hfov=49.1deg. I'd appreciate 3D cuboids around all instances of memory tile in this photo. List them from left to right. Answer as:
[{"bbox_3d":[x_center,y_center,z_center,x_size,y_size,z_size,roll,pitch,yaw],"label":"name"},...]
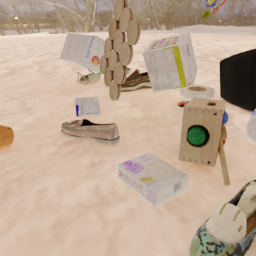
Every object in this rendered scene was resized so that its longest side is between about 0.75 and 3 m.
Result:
[{"bbox_3d":[-0.329,-2.532,9.162,0.239,2.852,2.186,-2,47,-24],"label":"memory tile"}]

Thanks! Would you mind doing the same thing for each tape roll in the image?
[{"bbox_3d":[3.616,-1.894,14.701,1.813,0.331,1.813,0,23,0],"label":"tape roll"}]

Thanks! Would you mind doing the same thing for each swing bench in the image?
[{"bbox_3d":[-2.381,-3.074,16.992,1.079,0.700,1.073,21,30,30],"label":"swing bench"}]

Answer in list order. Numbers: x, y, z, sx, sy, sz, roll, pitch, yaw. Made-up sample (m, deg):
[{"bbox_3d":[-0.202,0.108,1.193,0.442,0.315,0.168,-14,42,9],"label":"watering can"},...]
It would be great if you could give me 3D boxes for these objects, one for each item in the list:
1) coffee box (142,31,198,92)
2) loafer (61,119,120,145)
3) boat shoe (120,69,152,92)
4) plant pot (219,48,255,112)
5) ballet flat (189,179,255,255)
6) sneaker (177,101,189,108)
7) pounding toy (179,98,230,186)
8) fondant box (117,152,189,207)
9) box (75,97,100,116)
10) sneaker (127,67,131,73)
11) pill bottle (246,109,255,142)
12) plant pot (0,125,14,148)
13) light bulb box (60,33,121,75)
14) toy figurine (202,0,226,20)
[{"bbox_3d":[1.752,-2.663,11.341,1.681,1.700,1.697,-6,30,25],"label":"coffee box"},{"bbox_3d":[-1.352,-0.030,9.920,2.377,0.747,0.855,11,26,24],"label":"loafer"},{"bbox_3d":[0.421,-2.798,15.768,3.022,1.118,1.116,-12,26,-25],"label":"boat shoe"},{"bbox_3d":[5.892,-2.381,13.251,2.752,2.745,2.441,-15,16,-31],"label":"plant pot"},{"bbox_3d":[2.180,1.764,5.616,1.022,1.022,2.754,22,32,40],"label":"ballet flat"},{"bbox_3d":[2.497,-1.121,13.070,0.763,0.289,0.351,-11,18,-41],"label":"sneaker"},{"bbox_3d":[2.361,0.274,8.144,1.476,1.911,2.076,8,17,20],"label":"pounding toy"},{"bbox_3d":[0.621,1.271,7.324,1.131,0.456,1.567,-18,28,-34],"label":"fondant box"},{"bbox_3d":[-1.787,-0.960,12.302,1.025,0.538,0.942,-4,25,-10],"label":"box"},{"bbox_3d":[-0.414,-4.074,19.516,0.734,0.481,1.270,-21,32,-34],"label":"sneaker"},{"bbox_3d":[4.919,-0.233,10.015,1.045,1.045,1.866,13,27,27],"label":"pill bottle"},{"bbox_3d":[-4.194,0.264,9.270,0.860,0.860,0.602,21,15,39],"label":"plant pot"},{"bbox_3d":[-2.185,-4.605,17.845,2.904,1.812,2.878,21,6,39],"label":"light bulb box"},{"bbox_3d":[2.423,-3.645,8.272,0.762,0.456,0.402,-36,-9,20],"label":"toy figurine"}]
